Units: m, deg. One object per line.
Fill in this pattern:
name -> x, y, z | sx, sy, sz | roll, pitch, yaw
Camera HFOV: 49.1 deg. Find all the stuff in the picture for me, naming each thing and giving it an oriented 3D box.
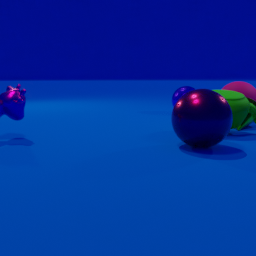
cow figurine -> -2.723, -0.417, 5.400 | 0.756, 1.355, 1.378 | 37, 2, 41
ball -> 3.078, -0.733, 7.859 | 1.132, 1.132, 1.132 | 0, 10, 0
ball -> 1.304, -0.169, 4.988 | 1.055, 1.055, 1.055 | 0, 10, 0
ball -> 1.952, -0.934, 9.427 | 0.954, 0.954, 0.954 | 0, 10, 0
cone -> 2.777, -0.189, 6.907 | 0.845, 0.845, 0.848 | 5, 38, 27
teapot -> 2.182, -0.352, 6.335 | 1.833, 0.898, 1.140 | 4, 21, 8
